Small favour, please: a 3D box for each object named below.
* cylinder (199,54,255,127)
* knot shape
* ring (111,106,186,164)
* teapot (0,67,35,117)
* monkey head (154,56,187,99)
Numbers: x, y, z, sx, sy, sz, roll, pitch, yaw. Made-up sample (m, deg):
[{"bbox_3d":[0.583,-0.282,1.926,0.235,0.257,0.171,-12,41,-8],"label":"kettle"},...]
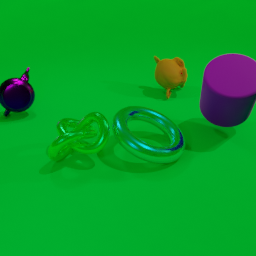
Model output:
[{"bbox_3d":[2.507,-0.903,6.959,1.336,1.336,1.336,-4,60,7],"label":"cylinder"},{"bbox_3d":[-1.191,0.225,6.219,1.387,0.685,1.482,-38,29,-29],"label":"knot shape"},{"bbox_3d":[0.493,0.112,6.572,1.837,0.367,1.837,16,35,-12],"label":"ring"},{"bbox_3d":[-3.221,-1.031,8.142,1.007,1.620,0.793,26,5,-29],"label":"teapot"},{"bbox_3d":[1.492,-1.784,9.805,1.071,1.278,1.777,-16,65,7],"label":"monkey head"}]
